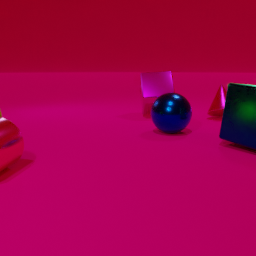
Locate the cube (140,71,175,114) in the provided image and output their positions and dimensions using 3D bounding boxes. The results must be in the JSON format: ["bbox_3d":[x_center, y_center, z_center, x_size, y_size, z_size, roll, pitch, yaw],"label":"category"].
[{"bbox_3d":[0.947,-1.161,9.321,1.019,1.019,1.019,-4,-28,0],"label":"cube"}]

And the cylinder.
[{"bbox_3d":[-2.181,0.317,4.266,0.846,0.846,0.846,2,13,9],"label":"cylinder"}]

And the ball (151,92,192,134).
[{"bbox_3d":[1.084,-0.376,7.039,1.032,1.032,1.032,0,12,0],"label":"ball"}]

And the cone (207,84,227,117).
[{"bbox_3d":[3.042,-0.962,9.051,0.988,0.992,0.988,1,-12,0],"label":"cone"}]

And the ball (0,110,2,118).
[{"bbox_3d":[-2.789,-0.190,5.019,0.965,0.965,0.965,0,12,0],"label":"ball"}]

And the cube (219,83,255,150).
[{"bbox_3d":[2.779,-0.244,5.699,1.186,1.186,1.186,-3,15,-35],"label":"cube"}]
